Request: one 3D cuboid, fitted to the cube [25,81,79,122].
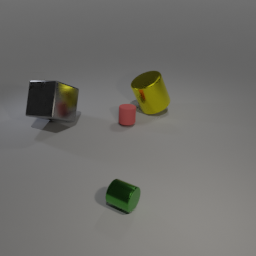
[{"bbox_3d":[-2.977,-1.036,11.112,1.400,1.400,1.400,5,-3,27],"label":"cube"}]

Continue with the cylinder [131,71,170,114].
[{"bbox_3d":[1.001,-1.560,12.307,1.400,1.400,1.400,-18,35,13],"label":"cylinder"}]

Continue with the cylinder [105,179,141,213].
[{"bbox_3d":[-0.126,1.794,7.473,0.700,0.700,0.700,16,33,27],"label":"cylinder"}]

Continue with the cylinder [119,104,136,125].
[{"bbox_3d":[-0.031,-0.556,11.477,0.700,0.700,0.700,2,23,-1],"label":"cylinder"}]
